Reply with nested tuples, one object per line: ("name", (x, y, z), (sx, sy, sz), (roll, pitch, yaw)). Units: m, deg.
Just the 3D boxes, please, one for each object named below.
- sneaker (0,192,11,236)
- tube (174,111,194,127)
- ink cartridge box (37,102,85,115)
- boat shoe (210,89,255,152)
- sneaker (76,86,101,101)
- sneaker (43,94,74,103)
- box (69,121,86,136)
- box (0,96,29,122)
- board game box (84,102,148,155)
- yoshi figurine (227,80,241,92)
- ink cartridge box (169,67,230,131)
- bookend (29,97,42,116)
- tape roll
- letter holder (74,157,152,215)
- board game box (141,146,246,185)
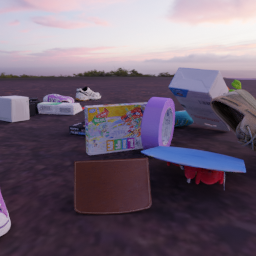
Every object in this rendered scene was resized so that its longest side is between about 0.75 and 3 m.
("sneaker", (-2.011, 0.841, 3.859), (0.562, 0.884, 1.551), (-6, 15, -31))
("tube", (1.306, -0.267, 9.303), (2.086, 0.808, 0.526), (-7, 52, -34))
("ink cartridge box", (-2.952, -1.001, 12.871), (1.631, 0.508, 2.027), (2, 15, 7))
("boat shoe", (2.669, 0.119, 5.890), (0.845, 0.934, 2.620), (-12, 38, -12))
("sneaker", (-2.334, -2.116, 16.972), (0.706, 0.819, 1.868), (8, 13, 37))
("sneaker", (-3.671, -1.398, 14.390), (1.616, 0.586, 0.921), (1, 16, 4))
("box", (-0.966, -0.005, 8.853), (1.274, 0.319, 1.284), (8, 15, 28))
("box", (-4.379, -0.746, 10.716), (0.909, 0.913, 0.782), (9, 13, 33))
("board game box", (-0.187, -0.012, 6.944), (1.724, 1.159, 0.295), (-6, 14, -23))
("yoshi figurine", (4.220, -1.117, 11.584), (1.506, 1.512, 2.690), (-17, 17, -2))
("ink cartridge box", (2.386, -0.843, 8.611), (1.329, 0.765, 2.294), (16, -17, 41))
("bookend", (-4.254, -0.916, 12.113), (1.353, 0.627, 1.361), (-11, 17, -40))
("tape roll", (0.745, -0.063, 6.723), (0.438, 1.335, 1.335), (9, 15, 22))
("letter holder", (-0.245, 0.935, 4.376), (1.134, 0.806, 0.570), (-2, -19, -5))
("board game box", (1.232, 0.732, 5.268), (1.746, 0.430, 2.210), (9, 4, 20))
